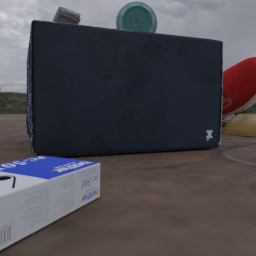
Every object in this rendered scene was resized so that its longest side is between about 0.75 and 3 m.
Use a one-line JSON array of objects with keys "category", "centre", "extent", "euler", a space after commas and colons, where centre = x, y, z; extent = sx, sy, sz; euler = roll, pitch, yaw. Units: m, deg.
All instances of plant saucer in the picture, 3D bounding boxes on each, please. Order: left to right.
[{"category": "plant saucer", "centre": [0.335, -3.958, 10.499], "extent": [1.575, 1.575, 0.283], "euler": [0, 8, -2]}, {"category": "plant saucer", "centre": [3.661, -0.107, 6.684], "extent": [2.762, 0.489, 2.762], "euler": [-1, 3, 0]}]

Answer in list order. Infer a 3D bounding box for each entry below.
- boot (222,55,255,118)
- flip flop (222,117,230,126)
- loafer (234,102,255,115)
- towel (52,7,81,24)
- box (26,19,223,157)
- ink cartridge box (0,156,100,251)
[{"category": "boot", "centre": [1.820, -0.718, 6.827], "extent": [2.076, 1.042, 2.878], "euler": [-4, -24, -34]}, {"category": "flip flop", "centre": [3.202, -0.437, 9.660], "extent": [2.471, 0.711, 1.002], "euler": [6, 5, 12]}, {"category": "loafer", "centre": [4.071, -0.380, 8.830], "extent": [2.902, 1.043, 0.913], "euler": [3, -35, -36]}, {"category": "towel", "centre": [-2.393, -4.194, 10.960], "extent": [0.957, 0.410, 0.793], "euler": [10, -38, -33]}, {"category": "box", "centre": [-0.301, -0.517, 4.654], "extent": [2.604, 1.614, 2.560], "euler": [-1, 6, -21]}, {"category": "ink cartridge box", "centre": [-0.630, 0.350, 1.399], "extent": [0.511, 0.241, 1.088], "euler": [3, 4, 25]}]
